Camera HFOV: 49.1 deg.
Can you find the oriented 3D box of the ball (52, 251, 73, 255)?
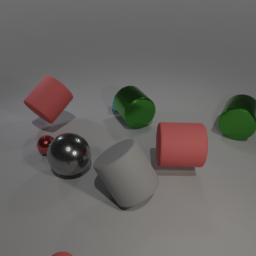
[{"bbox_3d":[-1.443,3.050,6.049,0.700,0.700,0.700,0,32,0],"label":"ball"}]

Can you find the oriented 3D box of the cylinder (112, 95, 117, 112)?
[{"bbox_3d":[-0.369,-1.179,13.060,0.700,0.700,0.700,0,32,1],"label":"cylinder"}]

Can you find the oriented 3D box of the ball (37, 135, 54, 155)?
[{"bbox_3d":[-2.935,0.609,10.122,0.700,0.700,0.700,0,32,0],"label":"ball"}]

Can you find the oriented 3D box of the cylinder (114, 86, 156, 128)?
[{"bbox_3d":[0.260,-0.910,11.937,1.400,1.400,1.400,-12,33,-18],"label":"cylinder"}]

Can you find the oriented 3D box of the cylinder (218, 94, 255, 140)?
[{"bbox_3d":[4.461,-0.452,11.196,1.400,1.400,1.400,15,34,23],"label":"cylinder"}]

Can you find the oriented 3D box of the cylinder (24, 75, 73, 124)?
[{"bbox_3d":[-3.158,-1.128,11.194,1.400,1.400,1.400,25,71,34],"label":"cylinder"}]

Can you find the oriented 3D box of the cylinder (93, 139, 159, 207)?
[{"bbox_3d":[-0.044,1.254,7.948,1.400,1.400,1.400,-29,15,9],"label":"cylinder"}]

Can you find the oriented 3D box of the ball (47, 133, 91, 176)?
[{"bbox_3d":[-1.902,0.850,9.087,1.400,1.400,1.400,0,32,0],"label":"ball"}]

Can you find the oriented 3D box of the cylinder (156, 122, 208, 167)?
[{"bbox_3d":[1.650,0.526,8.867,1.400,1.400,1.400,1,32,0],"label":"cylinder"}]
